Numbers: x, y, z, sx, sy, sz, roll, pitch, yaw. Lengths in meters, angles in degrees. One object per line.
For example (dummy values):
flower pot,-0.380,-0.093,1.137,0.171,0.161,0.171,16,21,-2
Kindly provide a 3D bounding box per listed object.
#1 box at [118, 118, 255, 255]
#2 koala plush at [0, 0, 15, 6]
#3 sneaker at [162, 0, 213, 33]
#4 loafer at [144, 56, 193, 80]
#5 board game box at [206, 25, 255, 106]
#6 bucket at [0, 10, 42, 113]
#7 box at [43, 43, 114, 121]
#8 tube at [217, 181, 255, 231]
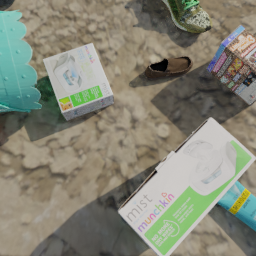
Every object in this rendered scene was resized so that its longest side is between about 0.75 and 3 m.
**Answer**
box,1.276,1.513,7.097,2.993,2.641,1.447,-43,78,-12
koala plush,-4.729,-5.344,9.844,1.551,1.497,1.688,-16,73,-17
sneaker,1.887,-4.508,9.580,1.122,1.293,2.918,-32,76,-9
loafer,1.376,-1.994,9.204,1.668,0.592,0.609,-18,74,-5
board game box,3.643,-1.869,8.673,0.933,1.536,1.927,-43,79,-12
bucket,-3.664,-1.749,7.824,1.886,2.899,2.899,-14,74,-19
box,-1.524,-1.440,8.855,1.656,0.907,1.877,-20,78,-6
tube,3.616,2.458,7.939,2.537,0.639,0.982,40,65,15
